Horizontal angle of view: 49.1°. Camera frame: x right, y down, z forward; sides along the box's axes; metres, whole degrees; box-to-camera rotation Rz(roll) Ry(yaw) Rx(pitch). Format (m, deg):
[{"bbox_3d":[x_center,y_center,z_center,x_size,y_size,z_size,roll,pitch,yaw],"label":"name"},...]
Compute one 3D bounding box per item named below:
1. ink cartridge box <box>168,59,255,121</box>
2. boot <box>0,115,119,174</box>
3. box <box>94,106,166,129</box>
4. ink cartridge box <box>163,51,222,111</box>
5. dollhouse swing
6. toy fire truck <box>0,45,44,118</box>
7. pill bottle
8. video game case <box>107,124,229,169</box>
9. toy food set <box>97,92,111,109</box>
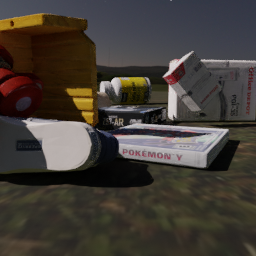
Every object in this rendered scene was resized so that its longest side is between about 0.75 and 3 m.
[{"bbox_3d":[2.545,-1.142,8.527,2.466,1.807,1.021,-1,9,-4],"label":"ink cartridge box"},{"bbox_3d":[-1.185,0.253,3.672,2.068,0.752,0.934,5,-5,19],"label":"boot"},{"bbox_3d":[0.014,-0.313,7.677,1.627,0.442,2.031,4,10,23],"label":"box"},{"bbox_3d":[1.682,-1.183,7.295,0.921,1.255,0.520,-45,11,-15],"label":"ink cartridge box"},{"bbox_3d":[-1.801,-0.656,4.351,1.932,2.126,1.869,5,11,29],"label":"dollhouse swing"},{"bbox_3d":[-2.191,-0.236,3.892,1.083,1.622,1.932,45,31,21],"label":"toy fire truck"},{"bbox_3d":[-0.147,-2.097,15.875,2.706,1.506,1.506,-5,10,-17],"label":"pill bottle"},{"bbox_3d":[0.584,0.202,4.937,2.046,0.258,2.245,4,10,26],"label":"video game case"},{"bbox_3d":[-2.196,-0.726,9.800,2.727,0.824,1.957,-1,8,43],"label":"toy food set"}]
